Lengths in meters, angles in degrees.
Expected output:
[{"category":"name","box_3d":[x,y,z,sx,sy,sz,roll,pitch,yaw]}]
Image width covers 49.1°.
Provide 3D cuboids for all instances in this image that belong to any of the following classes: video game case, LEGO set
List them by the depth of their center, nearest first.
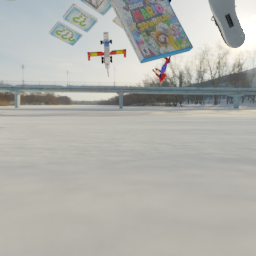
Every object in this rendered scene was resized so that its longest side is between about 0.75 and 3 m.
[{"category":"video game case","box_3d":[0.527,-3.029,7.491,1.808,2.527,0.225,-22,-8,-30]},{"category":"LEGO set","box_3d":[-0.684,-2.828,8.869,2.902,0.712,2.168,19,-40,-42]}]

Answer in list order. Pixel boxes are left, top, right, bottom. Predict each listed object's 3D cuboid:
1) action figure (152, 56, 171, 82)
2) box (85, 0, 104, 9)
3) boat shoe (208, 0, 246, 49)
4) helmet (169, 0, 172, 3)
[{"category":"action figure","box_3d":[1.299,-2.488,11.443,0.739,1.492,0.487,34,60,19]},{"category":"box","box_3d":[-1.295,-3.551,5.387,2.125,0.649,2.683,37,5,-8]},{"category":"boat shoe","box_3d":[2.968,-3.502,8.591,0.805,2.181,0.745,-29,14,8]},{"category":"helmet","box_3d":[0.885,-4.163,8.675,0.825,0.866,0.866,31,20,32]}]
